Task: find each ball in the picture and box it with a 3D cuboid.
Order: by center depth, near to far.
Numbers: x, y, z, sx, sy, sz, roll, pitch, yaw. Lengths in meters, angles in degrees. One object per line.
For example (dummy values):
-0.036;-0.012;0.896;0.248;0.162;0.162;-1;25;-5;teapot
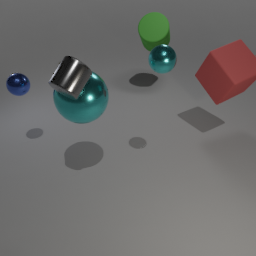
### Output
0.850;-1.693;6.900;0.700;0.700;0.700;0;32;0;ball
-1.193;-0.807;7.162;1.400;1.400;1.400;0;32;0;ball
-3.367;-1.334;8.603;0.700;0.700;0.700;0;32;0;ball

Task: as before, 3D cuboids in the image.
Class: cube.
3.462;-1.908;9.667;1.400;1.400;1.400;-25;73;-19;cube

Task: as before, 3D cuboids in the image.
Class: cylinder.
-1.244;-1.078;6.088;0.700;0.700;0.700;22;78;31;cylinder
1.250;-4.435;13.097;1.400;1.400;1.400;7;-3;11;cylinder
